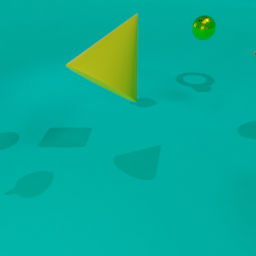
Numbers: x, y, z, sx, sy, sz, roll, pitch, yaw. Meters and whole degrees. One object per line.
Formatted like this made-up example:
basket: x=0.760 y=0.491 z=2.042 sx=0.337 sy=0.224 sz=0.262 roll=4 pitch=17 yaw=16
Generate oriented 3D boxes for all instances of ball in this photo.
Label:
ball: x=2.222 y=-2.931 z=8.201 sx=0.701 sy=0.701 sz=0.701 roll=0 pitch=30 yaw=0

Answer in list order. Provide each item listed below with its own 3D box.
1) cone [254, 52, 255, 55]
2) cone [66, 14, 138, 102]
cone: x=3.231 y=-1.216 z=5.264 sx=1.175 sy=1.179 sz=1.175 roll=-31 pitch=3 yaw=2
cone: x=-0.123 y=-1.148 z=4.093 sx=1.147 sy=1.152 sz=1.147 roll=27 pitch=2 yaw=-1
